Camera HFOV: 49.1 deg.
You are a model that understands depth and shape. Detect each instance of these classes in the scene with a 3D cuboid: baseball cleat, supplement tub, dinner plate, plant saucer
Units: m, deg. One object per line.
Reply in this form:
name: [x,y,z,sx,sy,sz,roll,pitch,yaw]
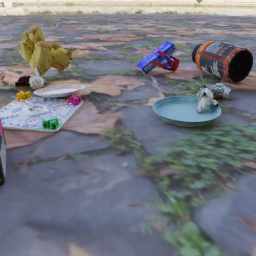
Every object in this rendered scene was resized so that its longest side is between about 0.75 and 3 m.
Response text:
baseball cleat: [2.999,-1.220,9.510,1.336,0.466,0.711,-23,40,-31]
supplement tub: [3.828,-2.897,11.838,1.405,1.405,2.627,-11,29,-22]
dinner plate: [-2.332,-1.262,9.654,1.731,0.210,1.731,-6,18,2]
plant saucer: [1.704,-0.491,8.247,1.964,0.269,1.964,1,26,0]

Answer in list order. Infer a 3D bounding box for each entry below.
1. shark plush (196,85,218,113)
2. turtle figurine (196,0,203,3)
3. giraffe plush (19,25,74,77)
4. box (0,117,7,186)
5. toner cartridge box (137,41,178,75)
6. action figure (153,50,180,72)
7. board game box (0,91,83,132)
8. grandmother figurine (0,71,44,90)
shark plush: [2.275,-0.994,8.656,0.607,0.556,1.336,31,34,-25]
turtle figurine: [2.209,-4.878,9.355,1.181,1.218,0.876,32,28,-19]
giraffe plush: [-3.235,-3.031,11.681,1.752,2.161,1.864,-19,7,-44]
box: [-3.229,-0.210,5.087,1.557,2.548,1.351,-9,28,-18]
toner cartridge box: [1.270,-3.121,12.395,1.744,0.376,0.828,-37,30,6]
action figure: [1.551,-2.965,12.239,1.058,0.698,2.138,31,17,29]
board game box: [-2.770,-0.580,8.397,2.265,0.293,2.265,5,26,9]
grandmother figurine: [-3.994,-1.812,10.625,1.900,0.575,1.152,11,38,26]
